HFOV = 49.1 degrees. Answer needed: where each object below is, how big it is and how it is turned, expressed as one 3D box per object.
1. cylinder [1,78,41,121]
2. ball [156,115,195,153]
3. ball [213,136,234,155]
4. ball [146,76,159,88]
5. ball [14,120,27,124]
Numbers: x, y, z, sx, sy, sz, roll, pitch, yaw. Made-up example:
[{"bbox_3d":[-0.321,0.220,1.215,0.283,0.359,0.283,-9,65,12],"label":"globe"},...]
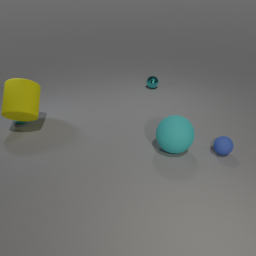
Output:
[{"bbox_3d":[-4.354,-1.115,11.462,1.400,1.400,1.400,0,-14,0],"label":"cylinder"},{"bbox_3d":[1.727,0.229,10.283,1.400,1.400,1.400,0,30,0],"label":"ball"},{"bbox_3d":[3.498,0.644,10.272,0.700,0.700,0.700,0,30,0],"label":"ball"},{"bbox_3d":[1.398,-2.602,15.915,0.700,0.700,0.700,0,30,0],"label":"ball"},{"bbox_3d":[-4.723,-0.514,12.358,0.700,0.700,0.700,0,30,0],"label":"ball"}]
